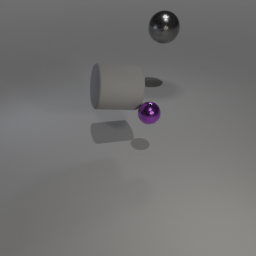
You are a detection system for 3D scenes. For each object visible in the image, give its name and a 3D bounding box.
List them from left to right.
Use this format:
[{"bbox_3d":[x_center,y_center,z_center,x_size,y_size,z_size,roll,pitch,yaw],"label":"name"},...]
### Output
[{"bbox_3d":[-0.364,-1.268,8.748,1.400,1.400,1.400,0,29,-20],"label":"cylinder"},{"bbox_3d":[0.645,-0.456,8.529,0.700,0.700,0.700,0,30,0],"label":"ball"},{"bbox_3d":[1.609,-4.495,12.512,1.400,1.400,1.400,0,30,0],"label":"ball"}]
